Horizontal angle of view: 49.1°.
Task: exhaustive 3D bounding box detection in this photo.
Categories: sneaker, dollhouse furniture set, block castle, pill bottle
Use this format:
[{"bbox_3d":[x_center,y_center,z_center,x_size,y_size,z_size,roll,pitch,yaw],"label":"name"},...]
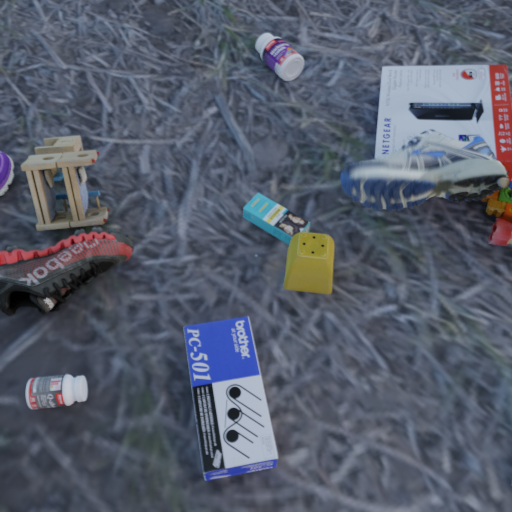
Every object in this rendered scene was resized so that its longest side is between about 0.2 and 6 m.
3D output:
[{"bbox_3d":[-3.194,0.317,9.247,2.483,0.878,1.213,-15,61,-11],"label":"sneaker"},{"bbox_3d":[-3.400,-1.427,10.445,1.221,1.228,1.742,-5,27,-4],"label":"dollhouse furniture set"},{"bbox_3d":[4.815,-1.474,9.951,1.188,1.692,2.532,18,56,14],"label":"block castle"},{"bbox_3d":[-2.965,2.016,8.350,0.793,0.460,0.460,-6,56,-3],"label":"pill bottle"},{"bbox_3d":[0.498,-4.512,12.613,0.640,0.640,1.149,-30,61,-18],"label":"pill bottle"},{"bbox_3d":[-5.366,-1.293,10.338,0.813,0.841,2.015,29,60,18],"label":"sneaker"},{"bbox_3d":[2.777,-1.529,9.639,2.767,1.066,1.179,-3,63,-5],"label":"sneaker"}]

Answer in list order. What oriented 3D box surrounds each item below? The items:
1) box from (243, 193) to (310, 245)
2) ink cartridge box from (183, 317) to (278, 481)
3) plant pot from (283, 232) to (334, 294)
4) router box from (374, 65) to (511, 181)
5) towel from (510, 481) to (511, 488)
[{"bbox_3d":[0.362,-0.658,10.241,1.175,0.289,0.483,31,62,19],"label":"box"},{"bbox_3d":[-0.418,2.051,8.304,1.049,0.493,2.231,-8,56,-7],"label":"ink cartridge box"},{"bbox_3d":[0.923,0.052,9.432,0.824,0.849,0.830,6,57,4],"label":"plant pot"},{"bbox_3d":[3.682,-2.630,11.102,2.508,0.683,2.795,3,55,12],"label":"router box"},{"bbox_3d":[4.561,3.103,7.773,1.830,0.208,1.314,26,59,16],"label":"towel"}]
